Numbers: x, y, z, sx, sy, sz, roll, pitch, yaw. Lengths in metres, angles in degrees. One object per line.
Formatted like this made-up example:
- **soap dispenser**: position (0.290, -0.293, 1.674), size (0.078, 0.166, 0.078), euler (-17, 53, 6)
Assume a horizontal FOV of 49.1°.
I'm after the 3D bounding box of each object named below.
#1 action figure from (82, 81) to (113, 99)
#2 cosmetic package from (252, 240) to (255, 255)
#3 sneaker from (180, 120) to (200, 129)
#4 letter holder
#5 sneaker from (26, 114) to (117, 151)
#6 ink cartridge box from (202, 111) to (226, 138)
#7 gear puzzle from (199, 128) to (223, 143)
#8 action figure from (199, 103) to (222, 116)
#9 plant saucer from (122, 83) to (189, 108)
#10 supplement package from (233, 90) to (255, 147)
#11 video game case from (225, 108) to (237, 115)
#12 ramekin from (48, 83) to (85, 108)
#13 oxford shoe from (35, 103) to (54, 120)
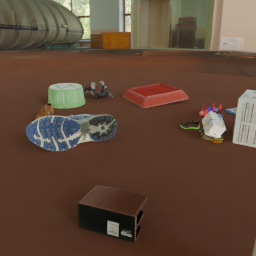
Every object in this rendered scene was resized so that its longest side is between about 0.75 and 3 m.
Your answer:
- **action figure**: position (-1.684, -2.085, 15.168), size (1.824, 0.931, 1.084), euler (7, 11, 24)
- **cosmetic package**: position (1.998, 1.668, 3.036), size (0.944, 2.164, 1.119), euler (-18, 27, -40)
- **sneaker**: position (2.357, -0.140, 10.684), size (0.750, 0.314, 0.288), euler (-1, 20, -2)
- **letter holder**: position (-0.271, 1.627, 5.497), size (1.154, 0.580, 0.820), euler (7, 20, 19)
- **sneaker**: position (-1.905, 0.072, 9.358), size (2.923, 1.126, 1.245), euler (-2, 9, -28)
- **ink cartridge box**: position (2.926, -0.075, 9.533), size (0.518, 0.505, 0.806), euler (17, 44, -16)
- **gear puzzle**: position (2.966, 0.228, 9.872), size (0.706, 0.178, 1.363), euler (2, 20, 4)
- **action figure**: position (3.602, -0.823, 12.480), size (0.547, 0.432, 1.672), euler (19, 30, 36)
- **plant saucer**: position (1.384, -1.841, 14.819), size (2.682, 0.492, 2.677), euler (-12, 24, -21)
- **supplement package**: position (4.745, -0.259, 9.176), size (2.076, 1.564, 1.575), euler (12, 23, 29)
- **video game case**: position (5.166, -0.763, 12.692), size (1.176, 0.105, 0.842), euler (-8, 21, -20)
- **ramekin**: position (-3.080, -1.652, 13.946), size (1.846, 0.902, 1.846), euler (0, 20, 0)
- **oxford shoe**: position (-3.577, -0.691, 11.911), size (0.531, 0.530, 1.488), euler (2, 22, 1)
